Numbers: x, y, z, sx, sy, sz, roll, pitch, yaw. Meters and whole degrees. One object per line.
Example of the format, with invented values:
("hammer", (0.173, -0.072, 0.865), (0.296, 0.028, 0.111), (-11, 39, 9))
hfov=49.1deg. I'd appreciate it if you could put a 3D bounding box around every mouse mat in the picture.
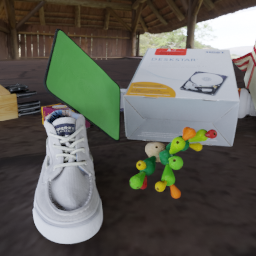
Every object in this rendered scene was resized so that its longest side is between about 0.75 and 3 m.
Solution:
("mouse mat", (-0.826, -0.871, 5.968), (0.083, 2.208, 1.777), (-22, 49, 27))

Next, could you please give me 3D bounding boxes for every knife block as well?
("knife block", (-3.645, -0.509, 8.121), (0.666, 1.827, 2.081), (14, 66, 43))

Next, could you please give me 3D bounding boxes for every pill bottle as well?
("pill bottle", (3.002, -0.753, 8.236), (1.550, 0.869, 0.869), (7, 18, 23))

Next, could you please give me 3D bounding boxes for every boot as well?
("boot", (-0.881, 0.415, 3.797), (0.856, 1.112, 2.326), (-5, 17, -17))

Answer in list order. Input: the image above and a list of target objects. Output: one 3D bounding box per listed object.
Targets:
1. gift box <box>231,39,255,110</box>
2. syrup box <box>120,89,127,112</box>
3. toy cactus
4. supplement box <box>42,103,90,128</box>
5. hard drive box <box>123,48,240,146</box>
("gift box", (4.172, -1.619, 6.584), (2.887, 2.664, 2.696), (7, 45, 4))
("syrup box", (-0.510, -0.860, 9.005), (1.597, 0.650, 0.629), (-16, 22, -42))
("toy cactus", (0.522, 0.384, 3.688), (1.212, 0.620, 1.000), (-44, 15, -7))
("supplement box", (-1.621, -0.284, 7.277), (1.187, 0.508, 0.655), (13, 21, 38))
("hard drive box", (1.349, -0.938, 6.938), (2.320, 1.143, 2.977), (4, 34, 12))
